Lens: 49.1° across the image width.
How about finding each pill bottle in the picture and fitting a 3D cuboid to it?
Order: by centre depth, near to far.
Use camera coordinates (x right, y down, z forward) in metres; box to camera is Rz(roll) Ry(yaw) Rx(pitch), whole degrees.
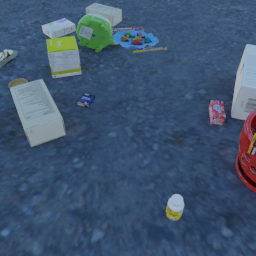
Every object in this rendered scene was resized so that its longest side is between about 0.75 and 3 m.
[{"bbox_3d":[1.232,2.051,7.293,0.424,0.757,0.424,0,45,0],"label":"pill bottle"}]

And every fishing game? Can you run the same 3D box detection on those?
[{"bbox_3d":[0.214,-2.791,8.542,1.464,0.318,2.045,-8,39,-15],"label":"fishing game"}]

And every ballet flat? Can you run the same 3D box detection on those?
[{"bbox_3d":[-5.614,-3.302,12.855,0.533,0.504,1.583,13,46,13],"label":"ballet flat"}]

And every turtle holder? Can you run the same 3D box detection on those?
[{"bbox_3d":[-1.369,-4.727,13.494,2.087,1.586,1.482,-2,44,9],"label":"turtle holder"}]

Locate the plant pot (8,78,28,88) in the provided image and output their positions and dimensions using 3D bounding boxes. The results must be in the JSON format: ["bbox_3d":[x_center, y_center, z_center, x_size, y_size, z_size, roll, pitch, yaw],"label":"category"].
[{"bbox_3d":[-4.540,-1.793,11.621,0.796,0.109,0.796,0,45,-1],"label":"plant pot"}]

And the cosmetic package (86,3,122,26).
[{"bbox_3d":[-1.369,-6.449,15.895,1.867,0.682,0.966,25,50,22],"label":"cosmetic package"}]

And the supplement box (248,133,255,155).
[{"bbox_3d":[3.261,0.486,6.418,0.856,0.472,0.367,20,73,23],"label":"supplement box"}]

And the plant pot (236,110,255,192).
[{"bbox_3d":[4.099,0.747,7.738,2.148,1.956,2.148,0,45,0],"label":"plant pot"}]

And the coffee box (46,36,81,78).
[{"bbox_3d":[-2.767,-3.078,12.097,1.257,1.243,1.255,-10,46,-10],"label":"coffee box"}]

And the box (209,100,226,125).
[{"bbox_3d":[3.222,-0.562,10.148,0.449,0.430,0.902,5,45,5],"label":"box"}]

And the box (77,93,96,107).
[{"bbox_3d":[-1.607,-1.126,10.942,0.471,0.126,0.777,14,45,14],"label":"box"}]

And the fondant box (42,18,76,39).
[{"bbox_3d":[-3.683,-5.313,14.935,1.447,0.421,1.044,-31,52,-29],"label":"fondant box"}]

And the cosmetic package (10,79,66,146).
[{"bbox_3d":[-3.207,-0.609,9.880,1.287,0.870,2.446,-19,48,-18],"label":"cosmetic package"}]

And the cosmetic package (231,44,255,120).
[{"bbox_3d":[4.705,-1.777,10.619,1.101,1.512,2.973,13,46,13],"label":"cosmetic package"}]
